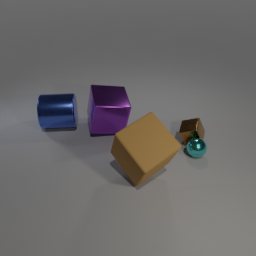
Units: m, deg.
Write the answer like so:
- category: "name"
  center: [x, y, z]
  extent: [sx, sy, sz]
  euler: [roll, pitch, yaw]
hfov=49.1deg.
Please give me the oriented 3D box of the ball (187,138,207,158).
- category: "ball"
  center: [2.434, 0.695, 9.917]
  extent: [0.700, 0.700, 0.700]
  euler: [0, 33, 0]

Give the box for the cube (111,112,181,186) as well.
- category: "cube"
  center: [0.481, 0.650, 8.462]
  extent: [1.400, 1.400, 1.400]
  euler: [-32, 72, -22]

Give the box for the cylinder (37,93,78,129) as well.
- category: "cylinder"
  center: [-2.828, -0.686, 11.404]
  extent: [1.400, 1.400, 1.400]
  euler: [-3, 33, -4]

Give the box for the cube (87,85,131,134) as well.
- category: "cube"
  center: [-0.796, -0.725, 11.088]
  extent: [1.400, 1.400, 1.400]
  euler: [1, 42, -16]

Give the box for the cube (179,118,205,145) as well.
- category: "cube"
  center: [2.400, 0.139, 10.482]
  extent: [0.700, 0.700, 0.700]
  euler: [-10, 38, 32]
